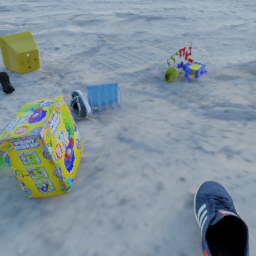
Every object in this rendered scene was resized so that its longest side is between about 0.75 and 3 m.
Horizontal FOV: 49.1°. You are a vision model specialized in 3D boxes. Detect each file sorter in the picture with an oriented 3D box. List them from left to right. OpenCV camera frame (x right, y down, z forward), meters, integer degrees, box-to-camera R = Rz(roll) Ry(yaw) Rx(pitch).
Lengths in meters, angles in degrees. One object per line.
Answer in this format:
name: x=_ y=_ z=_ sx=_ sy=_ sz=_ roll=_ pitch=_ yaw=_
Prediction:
file sorter: x=-0.772 y=-0.988 z=9.239 sx=1.035 sy=0.718 sz=0.635 roll=-9 pitch=39 yaw=-13

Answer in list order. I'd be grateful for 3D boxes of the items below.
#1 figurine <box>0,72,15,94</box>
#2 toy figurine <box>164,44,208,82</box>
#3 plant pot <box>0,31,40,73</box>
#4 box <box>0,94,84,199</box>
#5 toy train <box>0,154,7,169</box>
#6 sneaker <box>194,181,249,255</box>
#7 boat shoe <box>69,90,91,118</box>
figurine: x=-4.846 y=-1.492 z=10.187 sx=1.247 sy=0.537 sz=1.216 roll=-20 pitch=43 yaw=-25
toy figurine: x=2.514 y=-2.419 z=11.051 sx=1.281 sy=1.128 sz=2.138 roll=27 pitch=43 yaw=26
plant pot: x=-4.467 y=-3.104 z=11.877 sx=1.384 sy=1.384 sz=1.221 roll=-24 pitch=52 yaw=-31
box: x=-1.841 y=0.378 z=6.261 sx=1.010 sy=1.595 sz=1.656 roll=-9 pitch=33 yaw=11
toy train: x=-3.433 y=1.005 z=6.197 sx=0.508 sy=0.687 sz=2.434 roll=-21 pitch=17 yaw=39
sneaker: x=1.718 y=1.664 z=5.055 sx=0.899 sy=1.014 sz=2.399 roll=3 pitch=34 yaw=5
boat shoe: x=-1.662 y=-0.784 z=9.087 sx=0.491 sy=0.530 sz=1.436 roll=-4 pitch=41 yaw=-30
